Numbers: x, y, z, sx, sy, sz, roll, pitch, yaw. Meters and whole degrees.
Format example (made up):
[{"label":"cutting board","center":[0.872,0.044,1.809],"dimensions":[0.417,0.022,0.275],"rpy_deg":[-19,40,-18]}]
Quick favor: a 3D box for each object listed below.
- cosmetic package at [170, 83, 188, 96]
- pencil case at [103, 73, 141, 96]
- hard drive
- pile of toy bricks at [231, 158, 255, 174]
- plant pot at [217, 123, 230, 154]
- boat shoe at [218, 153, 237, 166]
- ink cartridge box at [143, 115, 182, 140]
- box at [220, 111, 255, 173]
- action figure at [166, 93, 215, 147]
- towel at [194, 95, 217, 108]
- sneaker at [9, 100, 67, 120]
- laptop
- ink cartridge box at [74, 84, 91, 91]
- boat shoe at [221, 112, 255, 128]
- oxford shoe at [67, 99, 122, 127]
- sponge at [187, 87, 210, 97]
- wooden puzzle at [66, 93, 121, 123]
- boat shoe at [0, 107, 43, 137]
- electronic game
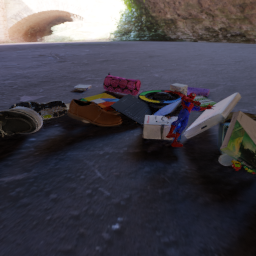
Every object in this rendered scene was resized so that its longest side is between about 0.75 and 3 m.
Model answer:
[{"label":"cosmetic package","center":[2.764,-2.050,15.344],"dimensions":[0.762,0.628,0.629],"rpy_deg":[20,29,38]},{"label":"pencil case","center":[-0.307,-2.489,16.013],"dimensions":[2.266,1.029,1.062],"rpy_deg":[18,25,33]},{"label":"hard drive","center":[3.223,-0.505,10.547],"dimensions":[1.621,0.323,2.458],"rpy_deg":[-33,1,40]},{"label":"pile of toy bricks","center":[3.503,1.076,7.969],"dimensions":[0.961,0.533,0.475],"rpy_deg":[9,60,-5]},{"label":"plant pot","center":[3.442,0.248,9.301],"dimensions":[0.969,0.966,0.987],"rpy_deg":[0,15,-1]},{"label":"boat shoe","center":[3.048,0.915,8.456],"dimensions":[1.024,0.376,0.342],"rpy_deg":[2,9,-29]},{"label":"ink cartridge box","center":[1.271,-0.029,10.372],"dimensions":[1.386,0.584,1.012],"rpy_deg":[4,23,5]},{"label":"box","center":[3.407,0.498,7.484],"dimensions":[1.733,0.315,1.251],"rpy_deg":[32,64,-5]},{"label":"action figure","center":[2.206,-0.444,9.587],"dimensions":[1.156,0.762,2.335],"rpy_deg":[-5,44,35]},{"label":"towel","center":[3.660,-1.292,14.119],"dimensions":[1.075,0.221,1.441],"rpy_deg":[-11,26,-19]},{"label":"sneaker","center":[-3.815,-0.672,11.965],"dimensions":[2.381,0.923,0.948],"rpy_deg":[-5,4,-26]},{"label":"laptop","center":[0.850,-1.074,11.969],"dimensions":[2.404,1.242,2.131],"rpy_deg":[31,29,10]},{"label":"ink cartridge box","center":[-2.762,-2.456,16.964],"dimensions":[0.848,0.172,0.846],"rpy_deg":[6,23,15]},{"label":"boat shoe","center":[4.816,0.035,9.991],"dimensions":[2.788,1.006,1.004],"rpy_deg":[4,48,5]},{"label":"oxford shoe","center":[-1.265,-0.623,11.242],"dimensions":[2.242,0.799,0.800],"rpy_deg":[13,28,-11]},{"label":"sponge","center":[3.744,-2.095,15.973],"dimensions":[1.691,0.252,0.943],"rpy_deg":[8,24,19]},{"label":"wooden puzzle","center":[-1.401,-1.075,13.053],"dimensions":[2.880,0.536,2.664],"rpy_deg":[-13,25,-30]},{"label":"boat shoe","center":[-4.546,-0.093,10.261],"dimensions":[2.958,1.066,1.049],"rpy_deg":[0,32,21]},{"label":"electronic game","center":[1.744,-1.541,14.228],"dimensions":[2.500,0.520,2.500],"rpy_deg":[0,22,0]}]
